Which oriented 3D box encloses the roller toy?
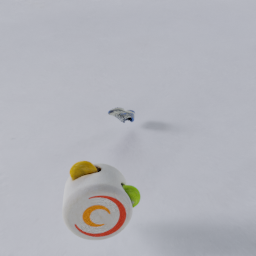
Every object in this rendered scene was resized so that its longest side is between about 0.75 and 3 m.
[{"bbox_3d":[-0.596,1.342,5.284,1.376,1.255,0.961,23,20,-19],"label":"roller toy"}]

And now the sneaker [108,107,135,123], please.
[{"bbox_3d":[-0.168,-0.366,8.380,0.894,0.344,0.381,6,65,-27],"label":"sneaker"}]
